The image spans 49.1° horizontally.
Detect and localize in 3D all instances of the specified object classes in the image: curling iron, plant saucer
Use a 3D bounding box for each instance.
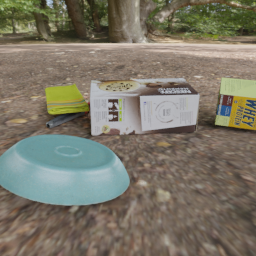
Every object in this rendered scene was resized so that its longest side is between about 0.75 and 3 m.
[{"bbox_3d":[-1.295,-0.582,8.569,0.735,0.379,2.966,5,20,37],"label":"curling iron"},{"bbox_3d":[-1.060,0.554,4.827,2.280,0.410,2.280,10,15,-3],"label":"plant saucer"}]

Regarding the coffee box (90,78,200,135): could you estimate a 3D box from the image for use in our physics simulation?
[{"bbox_3d":[0.365,-0.616,7.563,2.710,1.082,1.532,-2,25,-5],"label":"coffee box"}]

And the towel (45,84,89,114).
[{"bbox_3d":[-1.991,-0.982,8.776,1.137,0.238,2.641,-6,23,-16],"label":"towel"}]

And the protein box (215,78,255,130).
[{"bbox_3d":[3.076,-0.662,7.442,1.314,0.886,1.304,9,30,16],"label":"protein box"}]
